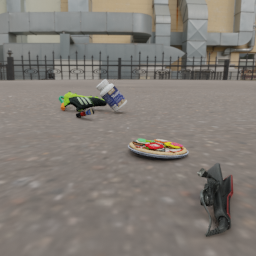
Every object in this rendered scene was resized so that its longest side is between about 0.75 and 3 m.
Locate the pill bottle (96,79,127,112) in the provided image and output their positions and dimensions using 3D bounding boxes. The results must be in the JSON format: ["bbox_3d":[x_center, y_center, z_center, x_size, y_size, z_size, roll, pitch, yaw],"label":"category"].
[{"bbox_3d":[-0.582,-1.140,9.675,0.597,1.075,0.597,-39,13,11],"label":"pill bottle"}]

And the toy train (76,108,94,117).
[{"bbox_3d":[-1.330,-0.448,8.560,0.240,0.179,1.048,-17,5,-35],"label":"toy train"}]

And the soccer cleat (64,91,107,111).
[{"bbox_3d":[-1.567,-0.889,10.257,1.581,0.641,0.534,9,-14,-12],"label":"soccer cleat"}]

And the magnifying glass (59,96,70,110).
[{"bbox_3d":[-2.472,-0.959,10.847,0.511,0.144,1.284,30,18,-18],"label":"magnifying glass"}]

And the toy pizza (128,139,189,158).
[{"bbox_3d":[0.545,0.327,5.051,1.091,0.173,1.091,5,8,-1],"label":"toy pizza"}]

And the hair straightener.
[{"bbox_3d":[0.887,0.694,3.035,0.489,0.260,1.270,44,29,3],"label":"hair straightener"}]
